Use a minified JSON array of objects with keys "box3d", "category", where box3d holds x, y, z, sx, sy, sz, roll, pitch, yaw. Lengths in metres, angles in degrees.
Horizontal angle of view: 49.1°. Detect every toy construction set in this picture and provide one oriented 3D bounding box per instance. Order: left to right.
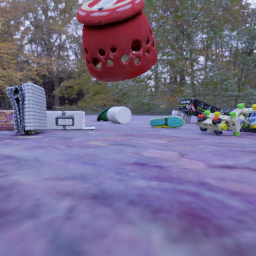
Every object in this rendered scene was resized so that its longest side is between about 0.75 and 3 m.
[{"box3d":[2.783,-0.239,8.194,1.215,0.854,1.854,-28,7,-23],"category":"toy construction set"}]

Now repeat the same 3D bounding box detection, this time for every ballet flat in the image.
[{"box3d":[1.613,-0.206,11.481,1.461,0.488,0.490,-1,-14,21],"category":"ballet flat"}]

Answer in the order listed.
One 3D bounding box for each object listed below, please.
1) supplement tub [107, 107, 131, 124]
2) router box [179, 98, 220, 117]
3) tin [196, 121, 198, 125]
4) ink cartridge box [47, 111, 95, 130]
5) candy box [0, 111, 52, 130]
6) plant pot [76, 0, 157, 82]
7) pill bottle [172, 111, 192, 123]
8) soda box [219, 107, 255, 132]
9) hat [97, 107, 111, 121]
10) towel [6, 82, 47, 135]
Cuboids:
[{"box3d":[-0.523,-0.711,15.716,0.945,0.945,1.432,-2,4,-25],"category":"supplement tub"},{"box3d":[4.312,-0.989,16.249,2.282,0.709,1.710,21,0,-11],"category":"router box"},{"box3d":[3.972,-0.251,14.018,1.203,0.252,0.674,-2,-1,-27],"category":"tin"},{"box3d":[-2.269,-0.293,10.692,1.997,0.678,1.159,0,3,-6],"category":"ink cartridge box"},{"box3d":[-4.088,-0.335,11.047,1.525,0.738,2.614,1,5,1],"category":"candy box"},{"box3d":[-0.336,-2.887,8.738,2.329,2.121,2.329,-7,38,6],"category":"plant pot"},{"box3d":[3.199,-0.647,16.735,1.112,0.633,0.633,11,6,13],"category":"pill bottle"},{"box3d":[4.198,-0.286,9.256,0.910,0.815,2.572,0,4,-21],"category":"soda box"},{"box3d":[-1.157,-0.552,19.404,1.576,1.387,1.305,-43,-15,2],"category":"hat"},{"box3d":[-3.000,-0.541,8.457,0.744,1.440,1.739,-3,2,-2],"category":"towel"}]
